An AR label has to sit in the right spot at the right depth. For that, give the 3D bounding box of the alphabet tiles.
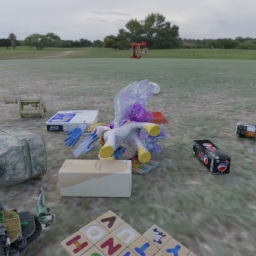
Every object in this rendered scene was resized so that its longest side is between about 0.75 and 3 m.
[{"bbox_3d":[0.143,1.916,3.736,2.056,0.078,1.719,29,31,31],"label":"alphabet tiles"}]

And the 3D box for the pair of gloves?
[{"bbox_3d":[-1.336,0.323,7.912,1.132,0.910,0.129,46,3,39],"label":"pair of gloves"}]

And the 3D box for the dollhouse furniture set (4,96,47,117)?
[{"bbox_3d":[-4.509,-0.831,12.482,1.528,0.849,1.351,-2,-7,-6],"label":"dollhouse furniture set"}]

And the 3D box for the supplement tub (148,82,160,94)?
[{"bbox_3d":[1.559,-2.469,17.322,0.635,0.635,0.878,-6,20,-18],"label":"supplement tub"}]

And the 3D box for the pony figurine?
[{"bbox_3d":[0.014,0.047,7.642,2.421,2.088,2.508,-23,22,-11],"label":"pony figurine"}]

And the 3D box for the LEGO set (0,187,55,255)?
[{"bbox_3d":[-1.621,1.797,4.259,2.757,0.781,1.790,24,29,25],"label":"LEGO set"}]

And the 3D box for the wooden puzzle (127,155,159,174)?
[{"bbox_3d":[0.296,0.974,7.444,0.785,0.093,1.324,15,23,39],"label":"wooden puzzle"}]

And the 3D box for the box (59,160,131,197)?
[{"bbox_3d":[-0.687,1.103,6.204,1.522,0.591,0.722,0,18,1],"label":"box"}]

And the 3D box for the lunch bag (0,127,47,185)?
[{"bbox_3d":[-2.889,0.676,6.695,1.570,1.094,1.317,17,20,41],"label":"lunch bag"}]

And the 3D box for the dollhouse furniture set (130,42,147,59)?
[{"bbox_3d":[0.408,-2.989,10.577,0.392,0.518,0.963,11,32,19],"label":"dollhouse furniture set"}]

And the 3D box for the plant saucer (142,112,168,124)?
[{"bbox_3d":[0.991,-0.455,11.725,1.185,0.218,1.187,-1,17,-4],"label":"plant saucer"}]

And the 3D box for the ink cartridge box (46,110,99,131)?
[{"bbox_3d":[-2.091,-0.295,10.967,1.742,0.414,1.762,-1,16,3],"label":"ink cartridge box"}]

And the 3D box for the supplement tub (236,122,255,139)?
[{"bbox_3d":[4.126,0.102,9.520,0.804,0.493,0.493,11,21,27],"label":"supplement tub"}]

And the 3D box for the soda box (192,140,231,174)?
[{"bbox_3d":[2.229,0.746,7.585,0.489,0.437,1.381,-2,18,-9],"label":"soda box"}]
